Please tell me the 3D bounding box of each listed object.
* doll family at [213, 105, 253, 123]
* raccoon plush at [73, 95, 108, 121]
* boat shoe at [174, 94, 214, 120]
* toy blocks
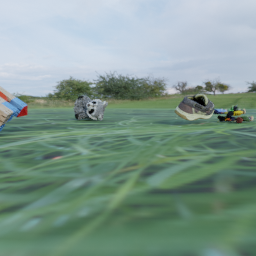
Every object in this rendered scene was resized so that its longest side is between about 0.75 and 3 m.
[{"bbox_3d":[3.349,-0.442,9.360,0.884,0.600,1.530,-9,4,-38],"label":"doll family"},{"bbox_3d":[-1.138,-0.726,10.789,1.318,0.952,1.968,10,9,24],"label":"raccoon plush"},{"bbox_3d":[2.158,-0.689,8.417,0.725,0.667,2.029,43,33,27],"label":"boat shoe"},{"bbox_3d":[-2.624,-0.431,4.860,1.405,1.027,2.056,37,10,-9],"label":"toy blocks"}]
